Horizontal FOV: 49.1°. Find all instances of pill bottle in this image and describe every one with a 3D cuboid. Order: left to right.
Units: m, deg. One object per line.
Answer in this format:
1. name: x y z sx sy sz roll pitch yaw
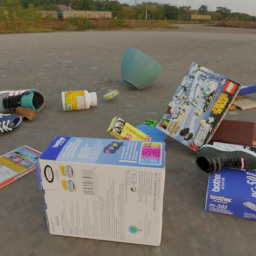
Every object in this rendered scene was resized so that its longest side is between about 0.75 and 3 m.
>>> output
1. pill bottle: -2.261 -1.294 13.033 1.555 0.864 0.864 -5 25 -13

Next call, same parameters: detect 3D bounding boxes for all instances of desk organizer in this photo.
1. desk organizer: 3.384 0.121 9.361 0.704 0.756 1.963 6 2 -44

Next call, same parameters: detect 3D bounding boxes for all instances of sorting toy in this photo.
1. sorting toy: 5.319 -1.178 13.626 1.713 0.229 1.276 -11 31 -22

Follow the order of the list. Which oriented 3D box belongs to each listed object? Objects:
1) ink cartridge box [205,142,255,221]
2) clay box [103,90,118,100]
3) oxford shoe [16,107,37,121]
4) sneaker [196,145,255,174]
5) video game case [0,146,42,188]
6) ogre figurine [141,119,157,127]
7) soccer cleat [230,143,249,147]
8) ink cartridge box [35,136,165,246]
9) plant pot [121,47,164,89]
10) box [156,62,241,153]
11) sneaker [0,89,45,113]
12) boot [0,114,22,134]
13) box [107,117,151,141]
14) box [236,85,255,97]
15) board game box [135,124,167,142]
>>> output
1. ink cartridge box: 2.885 1.297 7.629 1.290 0.607 2.745 7 25 17
2. clay box: -0.885 -1.650 14.065 0.444 0.184 0.772 -2 25 44
3. oxford shoe: -4.450 -0.584 11.978 0.539 0.538 1.511 28 -13 -40
4. sneaker: 2.511 0.910 7.143 1.687 0.596 0.836 10 30 36
5. video game case: -3.531 1.141 8.510 1.382 0.169 1.933 17 30 33
6. ogre figurine: 0.813 -0.110 10.996 0.515 0.421 0.859 -2 10 26
7. soccer cleat: 3.613 0.387 9.924 0.560 0.489 1.466 -35 38 -19
8. ink cartridge box: -0.692 1.281 5.996 2.892 1.973 1.104 3 24 6
9. plant pot: 0.567 -3.180 15.857 2.459 1.656 2.459 30 3 -2
10. box: 2.301 -0.661 9.294 1.736 2.536 0.506 32 8 23
11. sneaker: -4.840 -1.142 12.548 1.597 1.106 2.644 11 24 44
12. boot: -4.829 -0.085 10.503 0.918 0.739 2.032 -3 23 7
13. box: 0.046 0.223 9.139 0.354 1.411 0.531 -26 35 60
14. box: 5.074 -1.821 14.250 2.714 0.440 1.644 -11 10 -26
15. board game box: 0.729 0.339 10.154 1.317 0.256 1.041 14 41 24
